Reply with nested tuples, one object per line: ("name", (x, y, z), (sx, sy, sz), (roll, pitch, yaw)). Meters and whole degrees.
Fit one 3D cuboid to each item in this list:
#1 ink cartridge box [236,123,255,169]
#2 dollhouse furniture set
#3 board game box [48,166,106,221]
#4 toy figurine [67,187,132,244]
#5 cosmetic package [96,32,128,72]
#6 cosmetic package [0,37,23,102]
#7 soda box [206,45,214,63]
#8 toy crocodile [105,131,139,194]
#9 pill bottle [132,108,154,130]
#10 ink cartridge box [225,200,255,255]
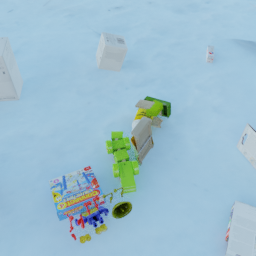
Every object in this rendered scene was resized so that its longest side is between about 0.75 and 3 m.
("ink cartridge box", (4.905, 1.051, 9.440), (0.651, 1.408, 2.584), (-19, 51, -16))
("dollhouse furniture set", (0.567, -0.130, 10.593), (1.121, 1.451, 2.903), (16, 46, 26))
("board game box", (-1.664, 2.040, 8.995), (1.502, 0.420, 1.470), (-19, 36, -16))
("toy figurine", (-0.997, 2.465, 8.495), (1.958, 1.033, 1.173), (-25, 9, -23))
("cosmetic package", (-0.805, -3.623, 13.418), (1.133, 1.362, 1.139), (4, 46, -20))
("cosmetic package", (-5.991, -2.368, 11.814), (2.346, 2.353, 1.447), (-5, 49, -4))
("soda box", (4.234, -3.804, 14.414), (0.338, 0.361, 1.061), (9, 50, 8))
("toy crocodile", (-0.214, 1.118, 9.896), (0.877, 0.802, 2.599), (-11, 54, -11))
("pill bottle", (0.589, -0.243, 11.030), (0.742, 0.742, 1.319), (13, 50, 11))
("ink cartridge box", (3.449, 3.154, 8.238), (0.996, 0.460, 1.828), (18, 52, 15))
